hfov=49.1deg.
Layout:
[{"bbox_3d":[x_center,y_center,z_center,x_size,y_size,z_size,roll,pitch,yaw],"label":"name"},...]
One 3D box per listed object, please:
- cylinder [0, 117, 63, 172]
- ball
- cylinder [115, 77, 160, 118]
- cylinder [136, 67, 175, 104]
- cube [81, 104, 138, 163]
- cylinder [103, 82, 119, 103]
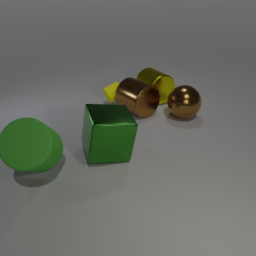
[{"bbox_3d":[-2.656,0.522,7.850,1.400,1.400,1.400,0,-10,0],"label":"cylinder"},{"bbox_3d":[2.321,-1.069,11.574,1.400,1.400,1.400,0,29,0],"label":"ball"},{"bbox_3d":[0.406,-1.313,11.957,1.400,1.400,1.400,-22,36,-33],"label":"cylinder"},{"bbox_3d":[1.264,-2.000,13.204,1.400,1.400,1.400,-14,32,-24],"label":"cylinder"},{"bbox_3d":[-0.649,0.151,9.024,1.400,1.400,1.400,0,31,-20],"label":"cube"},{"bbox_3d":[-0.649,-1.592,12.485,0.700,0.700,0.700,-31,37,-11],"label":"cylinder"}]
